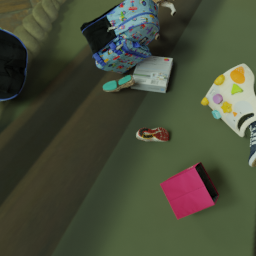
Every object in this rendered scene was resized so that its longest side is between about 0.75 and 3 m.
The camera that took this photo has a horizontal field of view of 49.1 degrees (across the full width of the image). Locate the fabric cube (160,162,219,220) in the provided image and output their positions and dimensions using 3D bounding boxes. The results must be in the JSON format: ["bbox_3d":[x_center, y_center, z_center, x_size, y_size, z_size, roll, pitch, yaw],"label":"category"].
[{"bbox_3d":[1.418,1.404,6.384,0.898,0.884,0.901,-31,79,22],"label":"fabric cube"}]

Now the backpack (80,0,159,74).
[{"bbox_3d":[0.029,-3.024,9.061,2.334,2.131,1.570,-27,79,25],"label":"backpack"}]

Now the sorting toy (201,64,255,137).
[{"bbox_3d":[3.001,-0.611,7.863,0.918,1.718,1.547,-13,57,-26],"label":"sorting toy"}]

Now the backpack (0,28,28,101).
[{"bbox_3d":[-4.539,-2.043,8.573,2.626,2.403,1.930,10,3,-29],"label":"backpack"}]

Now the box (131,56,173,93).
[{"bbox_3d":[0.854,-1.938,9.854,1.227,0.324,1.573,9,52,10],"label":"box"}]

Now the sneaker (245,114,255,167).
[{"bbox_3d":[3.527,0.267,7.755,0.839,0.542,1.546,29,88,43],"label":"sneaker"}]

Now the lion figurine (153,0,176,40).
[{"bbox_3d":[0.890,-4.570,11.013,1.585,0.938,2.589,45,107,22],"label":"lion figurine"}]

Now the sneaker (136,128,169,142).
[{"bbox_3d":[0.713,0.197,8.046,1.025,0.421,0.399,9,71,-19],"label":"sneaker"}]

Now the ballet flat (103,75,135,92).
[{"bbox_3d":[-0.277,-1.385,9.156,1.140,0.383,0.388,-13,66,27],"label":"ballet flat"}]
